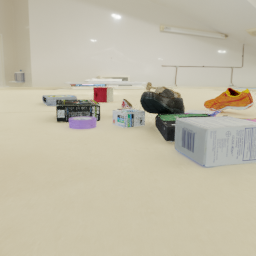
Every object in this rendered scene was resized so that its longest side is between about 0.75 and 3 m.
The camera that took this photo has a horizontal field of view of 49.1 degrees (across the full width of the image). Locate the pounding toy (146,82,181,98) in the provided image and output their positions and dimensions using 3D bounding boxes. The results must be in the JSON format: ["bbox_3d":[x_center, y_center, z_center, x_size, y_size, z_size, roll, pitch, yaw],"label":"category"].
[{"bbox_3d":[1.676,-1.528,14.519,2.004,1.146,1.149,27,22,26],"label":"pounding toy"}]

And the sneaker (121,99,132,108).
[{"bbox_3d":[-0.071,-1.137,14.483,0.273,0.432,0.768,-5,41,-38],"label":"sneaker"}]

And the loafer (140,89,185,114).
[{"bbox_3d":[1.151,-0.862,9.121,0.883,0.876,2.425,2,-10,32],"label":"loafer"}]

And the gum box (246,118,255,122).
[{"bbox_3d":[3.743,-0.003,7.237,1.503,0.497,0.853,-9,12,-28],"label":"gum box"}]

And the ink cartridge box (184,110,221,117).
[{"bbox_3d":[2.868,-0.519,10.873,1.309,0.275,0.781,3,13,33],"label":"ink cartridge box"}]

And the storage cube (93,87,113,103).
[{"bbox_3d":[-1.559,-2.123,17.859,0.978,0.930,1.088,6,11,22],"label":"storage cube"}]

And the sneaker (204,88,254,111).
[{"bbox_3d":[4.354,-1.291,12.320,0.927,0.979,2.539,-27,12,-29],"label":"sneaker"}]

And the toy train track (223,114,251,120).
[{"bbox_3d":[4.486,-0.413,10.095,2.154,0.350,1.236,4,11,25],"label":"toy train track"}]

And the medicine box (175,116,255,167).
[{"bbox_3d":[1.837,0.208,5.596,1.401,0.721,1.276,-2,10,-15],"label":"medicine box"}]

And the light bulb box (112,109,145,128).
[{"bbox_3d":[0.018,-0.335,9.202,0.809,0.505,0.802,-6,12,-31],"label":"light bulb box"}]

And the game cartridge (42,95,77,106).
[{"bbox_3d":[-4.024,-1.679,16.661,1.851,0.562,2.777,0,10,-23],"label":"game cartridge"}]

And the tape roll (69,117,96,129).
[{"bbox_3d":[-1.445,-0.174,8.947,0.866,0.284,0.866,-1,11,0],"label":"tape roll"}]

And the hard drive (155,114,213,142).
[{"bbox_3d":[1.696,-0.049,7.764,1.678,0.454,2.402,0,11,-2],"label":"hard drive"}]

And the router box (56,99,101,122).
[{"bbox_3d":[-1.974,-0.710,10.836,1.561,0.647,2.083,-3,11,-13],"label":"router box"}]
